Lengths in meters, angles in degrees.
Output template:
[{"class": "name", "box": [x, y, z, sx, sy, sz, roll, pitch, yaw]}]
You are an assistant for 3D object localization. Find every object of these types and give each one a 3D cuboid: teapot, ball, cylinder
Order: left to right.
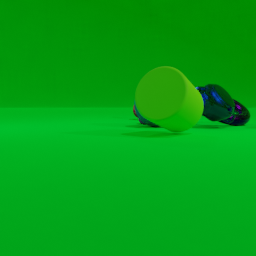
[{"class": "ball", "box": [0.882, -0.719, 8.697, 1.374, 1.374, 1.374, 0, 5, 0]}, {"class": "cylinder", "box": [0.951, -0.599, 6.304, 1.205, 1.205, 1.205, 3, -11, 31]}, {"class": "teapot", "box": [2.481, -0.724, 8.323, 1.892, 0.926, 1.176, 33, 38, -16]}]

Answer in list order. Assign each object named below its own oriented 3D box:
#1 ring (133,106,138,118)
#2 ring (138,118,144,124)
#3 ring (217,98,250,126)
[{"class": "ring", "box": [0.938, -1.117, 12.970, 1.659, 1.659, 0.332, 5, -32, 48]}, {"class": "ring", "box": [1.238, -0.399, 10.224, 1.731, 0.346, 1.731, -5, 7, 1]}, {"class": "ring", "box": [3.288, -0.700, 9.765, 1.952, 0.390, 1.952, 12, 30, -7]}]
